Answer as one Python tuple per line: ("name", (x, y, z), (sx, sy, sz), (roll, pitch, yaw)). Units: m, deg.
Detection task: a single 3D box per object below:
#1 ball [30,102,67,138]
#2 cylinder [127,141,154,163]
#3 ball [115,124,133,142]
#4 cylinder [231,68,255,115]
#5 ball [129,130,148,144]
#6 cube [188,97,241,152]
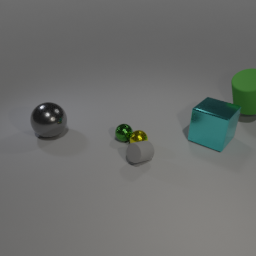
("ball", (-3.115, -0.318, 11.040), (1.400, 1.400, 1.400), (0, 31, 0))
("cylinder", (0.432, 0.820, 9.662), (0.700, 0.700, 0.700), (-6, 26, -46))
("ball", (-0.155, 0.177, 10.896), (0.700, 0.700, 0.700), (0, 31, 0))
("cylinder", (5.100, -1.509, 11.689), (1.400, 1.400, 1.400), (-13, 46, 14))
("ball", (0.404, 0.421, 10.491), (0.700, 0.700, 0.700), (0, 31, 0))
("cube", (3.305, -0.182, 10.762), (1.400, 1.400, 1.400), (22, 36, 31))
